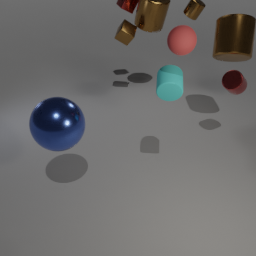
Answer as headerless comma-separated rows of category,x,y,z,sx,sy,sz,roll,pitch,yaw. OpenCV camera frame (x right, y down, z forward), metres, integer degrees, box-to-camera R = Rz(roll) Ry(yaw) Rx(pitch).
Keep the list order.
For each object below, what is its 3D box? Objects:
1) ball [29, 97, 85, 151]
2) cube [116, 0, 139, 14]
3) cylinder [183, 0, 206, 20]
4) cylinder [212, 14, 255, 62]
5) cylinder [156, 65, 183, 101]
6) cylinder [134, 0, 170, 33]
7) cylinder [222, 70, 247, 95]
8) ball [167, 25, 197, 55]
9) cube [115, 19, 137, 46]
ball,-1.801,-0.099,7.197,1.400,1.400,1.400,0,31,0
cube,-0.025,-6.088,13.537,0.700,0.700,0.700,12,32,-34
cylinder,2.908,-5.231,12.273,0.700,0.700,0.700,19,44,-19
cylinder,3.927,-3.295,10.398,1.400,1.400,1.400,6,2,0
cylinder,1.116,-1.200,7.489,0.700,0.700,0.700,3,53,6
cylinder,1.099,-5.384,12.932,1.400,1.400,1.400,7,47,-8
cylinder,3.684,-1.569,9.677,0.700,0.700,0.700,24,5,35
ball,1.294,-2.107,6.737,0.700,0.700,0.700,0,31,0
cube,-0.101,-4.369,12.839,0.700,0.700,0.700,25,61,-21
